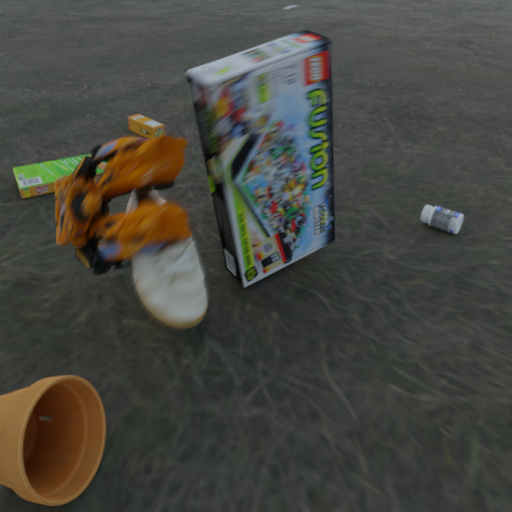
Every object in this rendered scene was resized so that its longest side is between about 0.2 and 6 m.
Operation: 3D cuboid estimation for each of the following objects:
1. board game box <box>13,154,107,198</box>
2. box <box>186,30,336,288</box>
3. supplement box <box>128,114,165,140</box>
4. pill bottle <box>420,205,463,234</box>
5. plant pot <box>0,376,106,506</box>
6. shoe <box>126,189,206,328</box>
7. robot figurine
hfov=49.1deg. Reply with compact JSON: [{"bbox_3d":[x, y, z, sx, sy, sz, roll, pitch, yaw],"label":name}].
[{"bbox_3d":[-4.023,-1.806,12.120,2.186,0.328,1.044,-18,39,-20],"label":"board game box"},{"bbox_3d":[0.234,-1.299,8.253,1.892,3.438,0.597,-27,44,-19],"label":"box"},{"bbox_3d":[-2.770,-3.237,14.120,0.379,0.366,1.100,-27,43,-36],"label":"supplement box"},{"bbox_3d":[3.452,-0.692,10.428,0.693,0.394,0.394,23,41,28],"label":"pill bottle"},{"bbox_3d":[-2.376,1.952,6.016,0.906,1.294,1.294,-6,31,22],"label":"plant pot"},{"bbox_3d":[-1.418,-0.097,8.248,0.930,0.710,2.660,-13,50,-21],"label":"shoe"},{"bbox_3d":[-2.001,-0.756,7.857,2.661,1.929,0.775,-8,-6,40],"label":"robot figurine"}]
